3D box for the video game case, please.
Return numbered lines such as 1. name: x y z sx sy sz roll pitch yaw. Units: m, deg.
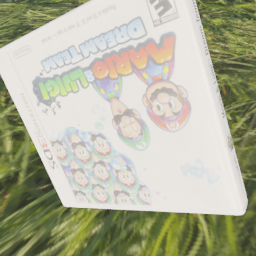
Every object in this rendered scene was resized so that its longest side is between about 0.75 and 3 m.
1. video game case: -0.277 -0.101 3.556 2.888 2.629 0.342 -9 19 35
